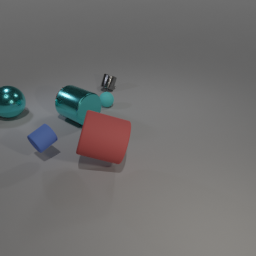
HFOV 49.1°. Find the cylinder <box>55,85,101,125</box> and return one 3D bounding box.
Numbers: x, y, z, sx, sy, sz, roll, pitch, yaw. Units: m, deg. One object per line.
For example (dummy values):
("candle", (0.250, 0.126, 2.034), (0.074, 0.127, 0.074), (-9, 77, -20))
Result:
("cylinder", (-2.078, -0.963, 11.750), (1.400, 1.400, 1.400), (23, 37, 34))

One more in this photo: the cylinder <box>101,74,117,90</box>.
("cylinder", (-1.021, -2.430, 14.787), (0.700, 0.700, 0.700), (18, 7, -2))

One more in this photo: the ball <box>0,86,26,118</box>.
("ball", (-5.137, -1.120, 12.051), (1.400, 1.400, 1.400), (0, 30, 0))

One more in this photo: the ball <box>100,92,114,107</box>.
("ball", (-1.006, -1.335, 13.110), (0.700, 0.700, 0.700), (0, 30, 0))

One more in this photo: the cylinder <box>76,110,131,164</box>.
("cylinder", (-0.761, 0.289, 8.691), (1.400, 1.400, 1.400), (15, 29, -9))

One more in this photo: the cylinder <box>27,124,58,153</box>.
("cylinder", (-2.802, 0.334, 9.192), (0.700, 0.700, 0.700), (27, 57, 38))
